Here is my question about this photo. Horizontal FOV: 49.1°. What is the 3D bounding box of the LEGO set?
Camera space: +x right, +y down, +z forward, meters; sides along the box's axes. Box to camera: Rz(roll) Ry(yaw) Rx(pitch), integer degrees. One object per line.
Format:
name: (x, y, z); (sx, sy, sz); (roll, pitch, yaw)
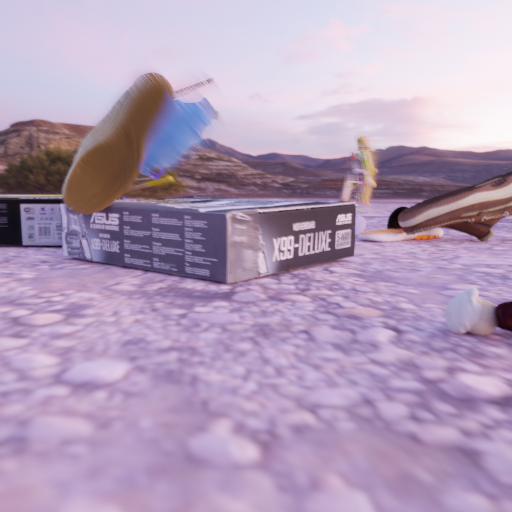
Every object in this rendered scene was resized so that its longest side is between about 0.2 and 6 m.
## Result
LEGO set: (1.634, -1.327, 9.252); (0.493, 1.323, 0.609); (0, 14, -13)

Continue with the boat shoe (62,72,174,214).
boat shoe: (-2.073, -1.665, 8.276); (0.845, 2.316, 0.729); (30, -1, -31)

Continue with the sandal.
sandal: (3.354, -0.749, 12.699); (2.594, 0.743, 0.994); (-6, 10, -41)

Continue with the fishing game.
fishing game: (-1.418, -1.941, 9.174); (1.827, 0.397, 2.551); (-12, 46, 26)

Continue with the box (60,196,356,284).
box: (-0.818, -0.421, 9.164); (3.873, 0.964, 3.054); (7, 11, 41)

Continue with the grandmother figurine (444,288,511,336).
grandmother figurine: (2.257, 0.502, 4.390); (1.498, 0.454, 0.909); (1, -21, 28)

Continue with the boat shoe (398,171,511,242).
boat shoe: (4.718, -0.877, 11.965); (3.306, 1.223, 1.221); (-18, 6, -4)

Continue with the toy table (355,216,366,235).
toy table: (2.389, -0.817, 13.933); (0.421, 0.661, 0.719); (25, 2, 36)

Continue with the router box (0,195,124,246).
router box: (-5.128, -0.836, 12.338); (3.750, 0.979, 2.948); (1, 7, 4)
